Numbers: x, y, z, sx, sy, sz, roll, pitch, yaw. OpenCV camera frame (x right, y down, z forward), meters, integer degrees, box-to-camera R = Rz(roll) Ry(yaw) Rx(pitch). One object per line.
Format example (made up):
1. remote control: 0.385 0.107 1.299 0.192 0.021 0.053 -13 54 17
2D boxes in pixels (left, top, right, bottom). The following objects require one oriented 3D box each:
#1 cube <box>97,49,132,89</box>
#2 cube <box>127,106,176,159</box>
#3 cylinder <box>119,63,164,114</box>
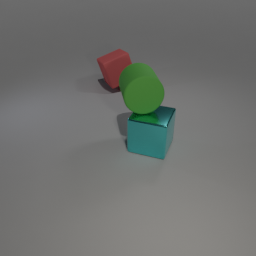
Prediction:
1. cube: -0.606 -3.096 14.507 1.400 1.400 1.400 -26 30 -8
2. cube: 0.863 0.068 10.219 1.400 1.400 1.400 11 34 17
3. cylinder: 0.445 -1.419 9.907 1.400 1.400 1.400 -5 32 -7
